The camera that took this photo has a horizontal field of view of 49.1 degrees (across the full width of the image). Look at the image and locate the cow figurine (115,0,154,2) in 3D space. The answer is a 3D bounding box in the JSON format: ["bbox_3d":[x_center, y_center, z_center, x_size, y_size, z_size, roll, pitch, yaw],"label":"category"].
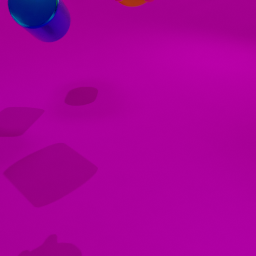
[{"bbox_3d":[0.286,-2.034,3.283,1.058,1.041,0.581,-17,67,-32],"label":"cow figurine"}]

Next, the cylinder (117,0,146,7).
[{"bbox_3d":[-0.148,-3.144,5.031,1.393,1.393,1.393,-24,55,-31],"label":"cylinder"}]

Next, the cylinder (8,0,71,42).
[{"bbox_3d":[-2.179,-2.919,7.057,1.206,1.206,1.206,2,1,3],"label":"cylinder"}]
